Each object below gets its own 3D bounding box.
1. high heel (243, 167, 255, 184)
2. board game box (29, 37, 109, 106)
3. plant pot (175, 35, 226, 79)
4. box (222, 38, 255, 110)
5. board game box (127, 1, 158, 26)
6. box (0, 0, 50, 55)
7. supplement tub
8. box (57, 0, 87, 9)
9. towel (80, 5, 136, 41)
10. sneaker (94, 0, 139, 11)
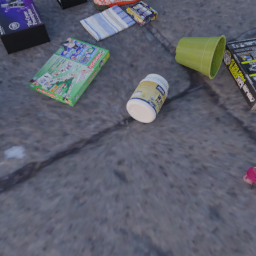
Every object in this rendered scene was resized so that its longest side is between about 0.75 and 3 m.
[{"bbox_3d":[3.259,1.233,6.333,1.172,0.562,0.395,28,62,16],"label":"high heel"},{"bbox_3d":[-1.696,-1.751,8.340,1.449,0.314,2.154,24,61,13],"label":"board game box"},{"bbox_3d":[2.070,-2.175,8.225,1.176,1.238,1.238,20,59,27],"label":"plant pot"},{"bbox_3d":[4.447,-1.756,8.177,2.706,0.599,2.168,-12,59,-7],"label":"box"},{"bbox_3d":[0.488,-4.011,9.796,0.710,0.244,0.859,-35,64,-18],"label":"board game box"},{"bbox_3d":[-3.604,-3.515,9.181,1.422,0.794,2.014,-24,61,-11],"label":"box"},{"bbox_3d":[0.550,-0.803,7.449,0.822,0.822,1.139,23,61,14],"label":"supplement tub"},{"bbox_3d":[-2.245,-5.092,10.281,1.000,0.559,1.417,-25,61,-11],"label":"box"},{"bbox_3d":[-0.692,-3.622,9.587,1.580,0.188,1.161,-31,64,-18],"label":"towel"},{"bbox_3d":[-0.192,-5.071,9.872,2.280,1.222,0.761,-26,62,-15],"label":"sneaker"}]
